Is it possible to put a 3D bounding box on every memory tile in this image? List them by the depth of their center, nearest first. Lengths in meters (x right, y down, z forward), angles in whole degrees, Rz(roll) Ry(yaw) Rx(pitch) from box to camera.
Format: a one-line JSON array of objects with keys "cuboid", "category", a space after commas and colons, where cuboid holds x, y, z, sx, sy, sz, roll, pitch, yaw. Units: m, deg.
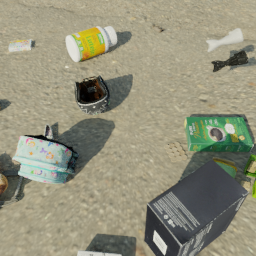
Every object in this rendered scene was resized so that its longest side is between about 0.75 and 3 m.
[{"cuboid": [1.845, 0.932, 10.862, 0.670, 0.073, 0.874, -14, 50, -12], "category": "memory tile"}]

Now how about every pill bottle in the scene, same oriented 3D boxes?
[{"cuboid": [-1.875, -4.510, 14.753, 2.480, 1.377, 1.377, -26, 54, -21], "category": "pill bottle"}]

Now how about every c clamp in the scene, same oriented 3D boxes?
[{"cuboid": [-4.014, 2.000, 9.818, 1.448, 0.229, 1.695, 4, 49, 4], "category": "c clamp"}]

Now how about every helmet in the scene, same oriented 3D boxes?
[{"cuboid": [-1.488, -1.322, 11.838, 1.625, 1.625, 1.550, -16, 93, -14], "category": "helmet"}]

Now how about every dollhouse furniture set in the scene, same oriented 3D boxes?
[{"cuboid": [3.771, 1.540, 9.758, 1.836, 0.921, 1.203, 14, 50, 12], "category": "dollhouse furniture set"}]

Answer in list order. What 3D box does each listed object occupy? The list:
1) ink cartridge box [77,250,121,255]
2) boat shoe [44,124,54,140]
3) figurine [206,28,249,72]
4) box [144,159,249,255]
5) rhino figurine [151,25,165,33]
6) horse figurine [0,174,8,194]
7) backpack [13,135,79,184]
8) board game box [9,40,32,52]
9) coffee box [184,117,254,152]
[{"cuboid": [-0.831, 4.026, 7.840, 1.269, 0.526, 0.932, 4, 49, 4], "category": "ink cartridge box"}, {"cuboid": [-3.198, 0.289, 11.253, 0.377, 0.328, 1.023, -8, 49, -7], "category": "boat shoe"}, {"cuboid": [3.536, -2.766, 10.099, 1.259, 1.291, 0.556, -16, 17, 15], "category": "figurine"}, {"cuboid": [1.758, 2.540, 7.815, 2.311, 2.538, 1.321, -27, 53, -22], "category": "box"}, {"cuboid": [1.725, -5.991, 16.800, 0.411, 0.281, 0.940, -33, 55, -26], "category": "rhino figurine"}, {"cuboid": [-4.733, 1.876, 9.511, 1.515, 0.571, 2.286, -37, 38, -29], "category": "horse figurine"}, {"cuboid": [-2.804, 1.028, 9.461, 1.843, 2.077, 1.563, 12, 72, 10], "category": "backpack"}, {"cuboid": [-5.994, -4.606, 15.629, 1.168, 0.200, 0.785, -7, 49, -6], "category": "board game box"}, {"cuboid": [3.527, 0.238, 11.159, 2.428, 0.534, 1.493, 0, 48, -1], "category": "coffee box"}]
